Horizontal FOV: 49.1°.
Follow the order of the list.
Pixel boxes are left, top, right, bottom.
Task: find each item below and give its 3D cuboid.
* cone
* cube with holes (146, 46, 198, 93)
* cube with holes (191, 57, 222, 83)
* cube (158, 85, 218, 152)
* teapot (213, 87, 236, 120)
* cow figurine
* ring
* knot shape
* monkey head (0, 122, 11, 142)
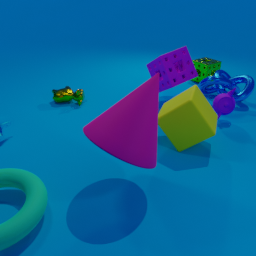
[{"bbox_3d":[0.214,-0.342,5.556,1.659,1.665,1.659,27,10,-5],"label":"cone"},{"bbox_3d":[1.571,-2.082,10.119,1.137,1.137,1.137,-25,6,-20],"label":"cube with holes"},{"bbox_3d":[3.361,-2.486,12.187,0.889,0.889,0.889,-19,35,-30],"label":"cube with holes"},{"bbox_3d":[1.602,-0.265,7.542,1.127,1.127,1.127,-31,14,32],"label":"cube"},{"bbox_3d":[3.072,-0.771,8.836,0.701,1.127,0.552,27,10,2],"label":"teapot"},{"bbox_3d":[-2.160,-1.157,10.164,1.121,0.615,1.103,-16,29,-23],"label":"cow figurine"},{"bbox_3d":[-2.569,1.492,5.328,2.022,0.404,2.022,-1,32,0],"label":"ring"},{"bbox_3d":[3.746,-1.545,10.365,1.946,0.899,1.821,-14,28,-33],"label":"knot shape"},{"bbox_3d":[-3.803,0.058,7.683,1.117,0.804,0.673,-8,62,-15],"label":"monkey head"}]
